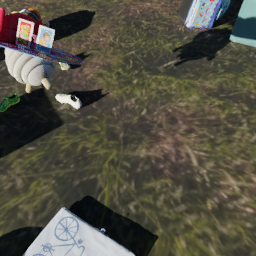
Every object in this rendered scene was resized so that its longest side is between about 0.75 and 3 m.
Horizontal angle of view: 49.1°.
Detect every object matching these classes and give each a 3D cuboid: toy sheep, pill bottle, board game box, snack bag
[{"bbox_3d":[-2.256,-1.509,6.550,1.176,1.176,1.706,-35,74,-29],"label":"toy sheep"},{"bbox_3d":[-4.188,-4.159,11.451,1.023,1.023,1.925,4,46,4],"label":"pill bottle"},{"bbox_3d":[-2.104,-1.846,5.025,2.790,0.543,2.204,17,17,-8],"label":"board game box"},{"bbox_3d":[-1.090,2.738,5.413,2.040,0.218,1.924,23,51,21],"label":"snack bag"}]

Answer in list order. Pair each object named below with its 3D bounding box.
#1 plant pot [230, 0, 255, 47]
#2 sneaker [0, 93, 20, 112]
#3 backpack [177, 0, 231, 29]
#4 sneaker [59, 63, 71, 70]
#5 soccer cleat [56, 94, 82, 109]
[{"bbox_3d":[5.585,-4.918,10.866,2.066,2.925,2.067,22,51,20],"label":"plant pot"},{"bbox_3d":[-3.795,-0.811,8.705,0.319,0.360,0.861,29,54,24],"label":"sneaker"},{"bbox_3d":[3.444,-5.279,12.045,2.087,1.906,1.404,-5,54,-21],"label":"backpack"},{"bbox_3d":[-2.347,-2.426,10.234,0.332,0.383,0.863,-23,51,-21],"label":"sneaker"},{"bbox_3d":[-1.860,-0.921,8.796,0.987,0.383,0.342,23,51,21],"label":"soccer cleat"}]
